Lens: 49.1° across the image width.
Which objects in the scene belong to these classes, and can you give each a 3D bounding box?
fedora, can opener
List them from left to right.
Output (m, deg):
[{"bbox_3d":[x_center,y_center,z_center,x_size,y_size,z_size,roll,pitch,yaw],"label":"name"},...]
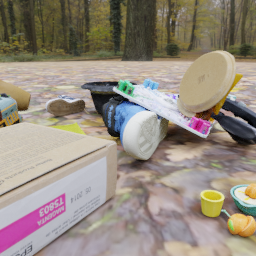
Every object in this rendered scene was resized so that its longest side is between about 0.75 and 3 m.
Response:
[{"bbox_3d":[-0.585,-1.047,9.771,2.290,1.046,2.290,0,14,0],"label":"fedora"},{"bbox_3d":[2.301,-0.465,6.943,1.049,0.846,2.669,36,7,-47],"label":"can opener"}]

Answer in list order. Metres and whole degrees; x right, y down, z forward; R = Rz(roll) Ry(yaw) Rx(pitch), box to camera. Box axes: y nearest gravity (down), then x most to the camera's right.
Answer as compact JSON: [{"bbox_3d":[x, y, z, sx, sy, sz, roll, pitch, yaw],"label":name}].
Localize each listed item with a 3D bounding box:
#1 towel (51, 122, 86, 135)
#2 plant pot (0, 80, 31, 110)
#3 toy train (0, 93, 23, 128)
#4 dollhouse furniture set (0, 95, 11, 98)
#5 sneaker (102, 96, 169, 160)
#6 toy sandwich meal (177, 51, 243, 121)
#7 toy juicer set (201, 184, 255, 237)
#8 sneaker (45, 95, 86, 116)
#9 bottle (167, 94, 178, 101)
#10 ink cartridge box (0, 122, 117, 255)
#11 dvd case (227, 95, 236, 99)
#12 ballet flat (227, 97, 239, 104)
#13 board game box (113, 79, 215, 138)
[{"bbox_3d":[-1.482,0.271,6.738,1.068,0.224,2.483,-5,17,-20],"label":"towel"},{"bbox_3d":[-4.214,-1.099,10.161,1.230,1.146,1.146,10,13,-15],"label":"plant pot"},{"bbox_3d":[-2.769,0.001,5.820,0.926,1.238,2.172,0,17,-3],"label":"toy train"},{"bbox_3d":[-4.379,-0.297,7.951,1.889,1.447,2.883,3,-14,-12],"label":"dollhouse furniture set"},{"bbox_3d":[-0.046,-0.079,6.340,1.529,1.055,2.748,11,15,17],"label":"sneaker"},{"bbox_3d":[1.810,-0.931,6.326,0.575,1.678,1.678,26,1,-31],"label":"toy sandwich meal"},{"bbox_3d":[1.828,1.026,3.787,1.500,0.408,0.954,-5,17,-20],"label":"toy juicer set"},{"bbox_3d":[-2.379,-0.809,9.751,0.921,0.595,1.697,16,15,31],"label":"sneaker"},{"bbox_3d":[1.784,-1.088,10.981,1.431,0.467,0.598,-5,15,-15],"label":"bottle"},{"bbox_3d":[-1.697,0.751,3.730,2.092,0.954,2.539,12,20,32],"label":"ink cartridge box"},{"bbox_3d":[4.044,-1.489,12.929,1.100,0.166,1.507,-6,16,-20],"label":"dvd case"},{"bbox_3d":[4.131,-1.136,11.496,0.828,0.302,0.302,7,17,21],"label":"ballet flat"},{"bbox_3d":[1.104,-0.648,7.185,2.370,0.307,2.370,29,19,14],"label":"board game box"}]
